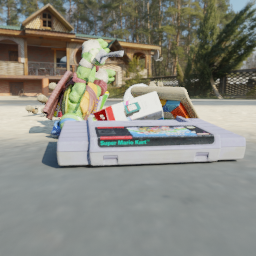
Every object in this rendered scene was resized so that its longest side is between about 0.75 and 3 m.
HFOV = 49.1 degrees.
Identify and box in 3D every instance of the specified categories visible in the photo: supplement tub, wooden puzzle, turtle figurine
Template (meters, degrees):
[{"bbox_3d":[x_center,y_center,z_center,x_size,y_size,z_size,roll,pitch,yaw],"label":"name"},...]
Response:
[{"bbox_3d":[0.480,-1.110,11.597,1.279,1.279,2.087,1,2,4],"label":"supplement tub"},{"bbox_3d":[1.003,-0.436,7.204,1.546,0.311,1.671,8,-27,35],"label":"wooden puzzle"},{"bbox_3d":[-0.477,-0.975,6.863,2.856,2.769,2.055,-32,-55,29],"label":"turtle figurine"}]

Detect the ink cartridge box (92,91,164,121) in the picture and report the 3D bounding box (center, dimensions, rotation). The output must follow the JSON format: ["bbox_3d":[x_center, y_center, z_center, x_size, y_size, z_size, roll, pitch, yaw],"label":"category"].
[{"bbox_3d":[0.031,-0.231,6.122,1.420,0.477,0.825,-18,-20,4],"label":"ink cartridge box"}]

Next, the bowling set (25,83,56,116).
[{"bbox_3d":[-3.373,-0.920,12.188,1.827,1.272,0.981,-41,-11,2],"label":"bowling set"}]

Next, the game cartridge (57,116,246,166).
[{"bbox_3d":[0.278,0.142,4.767,2.783,0.534,1.804,-1,7,-9],"label":"game cartridge"}]

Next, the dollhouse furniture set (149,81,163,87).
[{"bbox_3d":[0.651,-1.060,9.543,0.763,1.562,1.332,-10,-24,24],"label":"dollhouse furniture set"}]

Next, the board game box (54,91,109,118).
[{"bbox_3d":[-1.558,-0.866,9.897,0.338,1.076,2.253,39,24,26],"label":"board game box"}]
